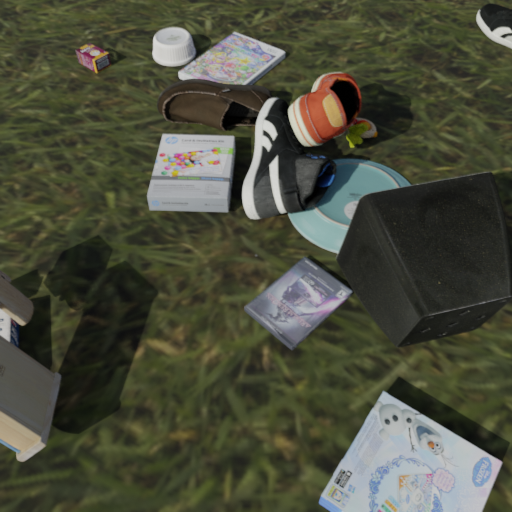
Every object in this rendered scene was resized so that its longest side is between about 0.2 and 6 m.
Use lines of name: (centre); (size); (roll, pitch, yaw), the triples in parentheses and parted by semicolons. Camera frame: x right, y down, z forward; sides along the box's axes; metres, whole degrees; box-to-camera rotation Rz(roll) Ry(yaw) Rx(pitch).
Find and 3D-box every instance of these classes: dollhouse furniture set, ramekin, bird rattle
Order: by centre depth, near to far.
dollhouse furniture set: (-4.557, 2.058, 7.851); (2.963, 1.934, 2.797); (-35, 29, 11)
bird rattle: (2.141, -2.721, 11.935); (0.796, 0.550, 0.976); (-1, 37, -15)
ramekin: (-2.039, -5.175, 13.776); (1.084, 0.505, 1.084); (0, 50, 0)

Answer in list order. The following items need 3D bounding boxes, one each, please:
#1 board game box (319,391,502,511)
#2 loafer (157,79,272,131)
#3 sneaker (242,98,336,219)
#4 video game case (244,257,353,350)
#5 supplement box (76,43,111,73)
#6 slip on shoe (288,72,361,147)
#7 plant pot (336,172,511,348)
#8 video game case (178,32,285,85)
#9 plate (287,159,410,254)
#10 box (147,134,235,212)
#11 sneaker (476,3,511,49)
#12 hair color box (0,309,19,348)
board game box: (2.006, 2.946, 7.275); (1.741, 0.379, 1.750); (29, 57, 21)
loafer: (-0.855, -3.152, 11.874); (2.497, 0.911, 0.891); (-4, 51, -3)
sneaker: (0.784, -1.889, 10.603); (1.578, 1.030, 2.820); (-1, 58, 20)
video game case: (0.705, 0.741, 9.229); (1.071, 0.142, 1.499); (37, 59, 26)
supplement box: (-3.933, -4.790, 13.557); (0.708, 0.365, 0.464); (33, 58, 24)
slip on shoe: (1.567, -2.884, 10.613); (0.987, 1.195, 3.227); (-19, 16, 29)
plant pot: (2.659, 0.208, 8.571); (2.101, 2.096, 1.864); (-12, 64, -9)
video game case: (-0.560, -4.618, 13.525); (1.590, 0.200, 2.220); (29, 56, 22)
plate: (1.856, -1.070, 10.573); (2.572, 0.329, 2.572); (0, 51, 0)
box: (-1.211, -1.647, 10.934); (1.503, 0.397, 1.927); (2, 46, 2)
sneaker: (6.741, -5.842, 13.535); (1.119, 1.714, 3.063); (-19, 54, -17)
hair color box: (-3.996, 1.451, 8.462); (0.693, 0.419, 1.385); (-11, 52, -9)
